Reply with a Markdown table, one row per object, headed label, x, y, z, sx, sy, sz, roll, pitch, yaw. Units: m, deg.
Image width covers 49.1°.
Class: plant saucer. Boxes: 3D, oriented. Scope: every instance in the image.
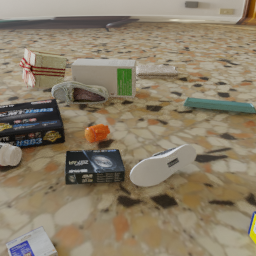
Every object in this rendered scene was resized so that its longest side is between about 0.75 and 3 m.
| label | x | y | z | sx | sy | sz | roll | pitch | yaw |
| --- | --- | --- | --- | --- | --- | --- | --- | --- | --- |
| plant saucer | 3.725 | -0.965 | 11.495 | 2.799 | 0.265 | 0.978 | 8 | 19 | 14 |

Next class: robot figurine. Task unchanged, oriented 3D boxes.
| label | x | y | z | sx | sy | sz | roll | pitch | yaw |
| --- | --- | --- | --- | --- | --- | --- | --- | --- | --- |
| robot figurine | -1.035 | 0.159 | 9.237 | 0.885 | 0.516 | 0.636 | -17 | 34 | -30 |

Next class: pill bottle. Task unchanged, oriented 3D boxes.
| label | x | y | z | sx | sy | sz | roll | pitch | yaw |
| --- | --- | --- | --- | --- | --- | --- | --- | --- | --- |
| pill bottle | -3.684 | 0.733 | 8.004 | 1.116 | 0.636 | 0.636 | 8 | 29 | 13 |

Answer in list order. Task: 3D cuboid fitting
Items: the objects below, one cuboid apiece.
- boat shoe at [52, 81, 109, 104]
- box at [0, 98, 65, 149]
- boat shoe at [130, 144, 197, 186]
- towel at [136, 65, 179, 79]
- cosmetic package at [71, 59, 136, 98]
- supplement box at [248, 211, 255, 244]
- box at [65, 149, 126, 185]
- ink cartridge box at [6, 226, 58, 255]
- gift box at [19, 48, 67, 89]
| label | x | y | z | sx | sy | sz | roll | pitch | yaw |
| --- | --- | --- | --- | --- | --- | --- | --- | --- | --- |
| boat shoe | -2.054 | -1.428 | 11.916 | 2.444 | 0.901 | 0.784 | 6 | 23 | -3 |
| box | -3.676 | -0.172 | 9.755 | 2.658 | 0.660 | 2.638 | -8 | 29 | -16 |
| boat shoe | 0.887 | 0.975 | 7.578 | 1.975 | 0.708 | 0.669 | -26 | 2 | -19 |
| towel | 1.617 | -3.191 | 15.774 | 2.407 | 0.415 | 1.595 | 0 | 27 | 1 |
| cosmetic package | -1.051 | -2.311 | 12.888 | 2.832 | 1.524 | 1.201 | 1 | 28 | 5 |
| supplement box | 2.903 | 2.150 | 5.291 | 0.619 | 0.623 | 1.138 | -6 | 27 | -9 |
| box | -0.913 | 1.015 | 7.560 | 1.530 | 0.333 | 1.226 | -1 | 23 | -10 |
| ink cartridge box | -1.860 | 2.353 | 5.405 | 0.758 | 0.180 | 0.767 | -19 | 32 | -30 |
| gift box | -4.146 | -2.734 | 13.537 | 1.797 | 1.924 | 1.775 | -1 | 19 | -37 |
